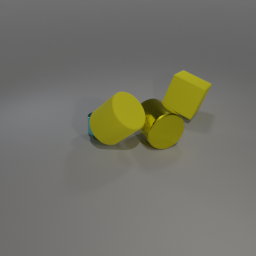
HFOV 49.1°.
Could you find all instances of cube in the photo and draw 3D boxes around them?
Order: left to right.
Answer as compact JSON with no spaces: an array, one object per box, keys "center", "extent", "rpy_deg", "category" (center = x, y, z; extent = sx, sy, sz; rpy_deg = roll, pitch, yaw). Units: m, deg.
[{"center":[2.471,-1.429,11.800],"extent":[1.400,1.400,1.400],"rpy_deg":[30,28,14],"category":"cube"}]

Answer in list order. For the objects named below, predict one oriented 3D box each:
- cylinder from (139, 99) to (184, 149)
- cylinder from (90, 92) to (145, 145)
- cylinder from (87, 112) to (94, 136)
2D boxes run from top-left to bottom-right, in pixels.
[{"center":[1.085,-0.175,10.141],"extent":[1.400,1.400,1.400],"rpy_deg":[-11,31,-19],"category":"cylinder"},{"center":[-0.369,-0.308,9.575],"extent":[1.400,1.400,1.400],"rpy_deg":[-33,4,42],"category":"cylinder"},{"center":[-1.161,-0.165,10.563],"extent":[0.700,0.700,0.700],"rpy_deg":[1,28,-1],"category":"cylinder"}]
